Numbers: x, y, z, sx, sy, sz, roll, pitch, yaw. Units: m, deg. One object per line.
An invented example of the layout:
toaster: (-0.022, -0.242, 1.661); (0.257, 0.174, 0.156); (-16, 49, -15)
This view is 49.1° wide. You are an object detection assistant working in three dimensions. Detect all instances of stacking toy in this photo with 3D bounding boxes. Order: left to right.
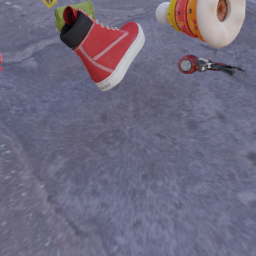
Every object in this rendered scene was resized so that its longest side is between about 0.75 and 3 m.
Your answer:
stacking toy: (1.843, -3.394, 8.306); (1.957, 1.957, 2.679); (-32, 31, -27)

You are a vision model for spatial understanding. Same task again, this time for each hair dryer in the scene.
hair dryer: (1.882, -1.455, 6.857); (1.318, 0.470, 1.731); (6, 22, -19)

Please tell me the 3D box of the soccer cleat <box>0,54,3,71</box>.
soccer cleat: (-3.855, -2.142, 7.999); (0.649, 1.697, 0.566); (22, 64, -23)

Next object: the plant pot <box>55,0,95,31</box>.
plant pot: (-1.870, -3.738, 9.615); (1.151, 1.212, 1.212); (-11, 47, -23)

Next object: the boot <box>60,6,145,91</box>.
boot: (-0.611, -2.501, 7.145); (0.984, 1.961, 2.718); (-19, 34, 37)

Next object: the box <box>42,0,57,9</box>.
box: (-1.900, -3.006, 5.755); (0.269, 1.073, 0.404); (-33, 63, 7)
